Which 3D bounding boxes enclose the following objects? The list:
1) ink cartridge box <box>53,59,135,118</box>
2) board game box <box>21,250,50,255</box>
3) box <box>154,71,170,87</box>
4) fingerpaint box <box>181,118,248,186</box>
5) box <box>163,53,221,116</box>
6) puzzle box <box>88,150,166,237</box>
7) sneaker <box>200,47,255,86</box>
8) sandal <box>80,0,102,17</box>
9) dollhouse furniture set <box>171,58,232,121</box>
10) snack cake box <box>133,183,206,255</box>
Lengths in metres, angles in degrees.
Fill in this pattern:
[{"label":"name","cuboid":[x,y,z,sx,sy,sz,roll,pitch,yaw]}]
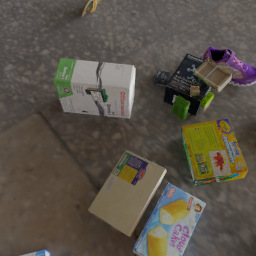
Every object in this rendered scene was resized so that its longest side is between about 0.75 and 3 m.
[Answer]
[{"label":"ink cartridge box","cuboid":[-1.203,-1.493,10.986,2.841,2.075,1.198,6,60,4]},{"label":"board game box","cuboid":[-3.566,4.798,8.123,2.623,0.587,1.764,-11,60,-7]},{"label":"box","cuboid":[1.543,-2.193,12.500,0.602,0.195,0.764,12,60,6]},{"label":"fingerpaint box","cuboid":[3.063,0.872,10.237,1.798,0.790,2.155,-11,59,3]},{"label":"box","cuboid":[2.669,-1.836,11.750,1.555,1.121,2.094,26,63,15]},{"label":"puzzle box","cuboid":[0.005,2.128,9.508,1.671,0.319,2.511,24,69,27]},{"label":"sneaker","cuboid":[4.450,-2.776,12.253,2.796,1.236,1.124,21,60,11]},{"label":"sandal","cuboid":[-1.833,-6.487,14.847,0.498,0.741,1.845,41,61,-2]},{"label":"dollhouse furniture set","cuboid":[2.857,-1.454,11.084,1.266,0.978,2.533,40,72,19]},{"label":"snack cake box","cuboid":[1.330,3.185,8.949,1.379,0.805,2.397,26,63,16]}]
